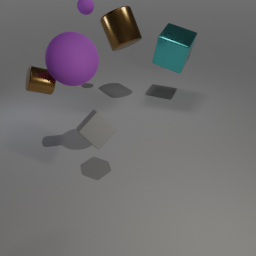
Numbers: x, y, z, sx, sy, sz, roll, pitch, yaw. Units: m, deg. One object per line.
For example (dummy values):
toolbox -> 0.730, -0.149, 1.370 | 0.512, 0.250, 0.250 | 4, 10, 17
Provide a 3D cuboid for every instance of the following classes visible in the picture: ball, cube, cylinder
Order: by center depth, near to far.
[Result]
cube -> -0.823, 0.022, 7.253 | 0.700, 0.700, 0.700 | -48, 17, -3
ball -> -1.478, -1.822, 7.441 | 1.400, 1.400, 1.400 | 0, 30, 0
cylinder -> -2.467, -1.338, 7.908 | 0.700, 0.700, 0.700 | 7, 24, -29
ball -> -1.754, -5.070, 11.617 | 0.700, 0.700, 0.700 | 0, 30, 0
cylinder -> -0.286, -4.194, 11.906 | 1.400, 1.400, 1.400 | -22, 9, 4
cube -> 2.071, -3.561, 12.507 | 1.400, 1.400, 1.400 | 23, 50, 10
